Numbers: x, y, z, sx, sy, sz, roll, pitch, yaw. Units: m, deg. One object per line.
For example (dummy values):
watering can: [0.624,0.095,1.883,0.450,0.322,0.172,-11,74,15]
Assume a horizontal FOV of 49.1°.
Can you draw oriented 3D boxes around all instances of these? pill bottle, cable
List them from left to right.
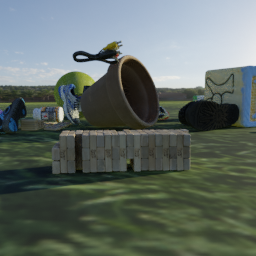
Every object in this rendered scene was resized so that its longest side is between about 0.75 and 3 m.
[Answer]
pill bottle: [-3.733,-0.622,13.131,1.265,0.736,0.736,0,7,1]
cable: [-0.916,-2.299,8.834,1.614,0.406,0.784,-10,-30,-4]

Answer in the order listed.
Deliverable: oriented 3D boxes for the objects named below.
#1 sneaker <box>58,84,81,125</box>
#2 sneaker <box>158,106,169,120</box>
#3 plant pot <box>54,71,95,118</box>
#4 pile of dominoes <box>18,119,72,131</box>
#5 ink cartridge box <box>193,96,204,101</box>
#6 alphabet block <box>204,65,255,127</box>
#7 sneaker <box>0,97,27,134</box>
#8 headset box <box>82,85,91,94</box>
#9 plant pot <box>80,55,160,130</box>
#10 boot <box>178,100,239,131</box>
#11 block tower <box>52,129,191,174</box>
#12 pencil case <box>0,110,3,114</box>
sneaker: [-2.312,-1.024,11.791,0.780,1.831,0.706,-21,-4,10]
sneaker: [1.117,-0.722,14.633,2.245,0.864,0.953,12,-2,35]
plant pot: [-2.808,-1.608,15.646,2.653,2.653,2.835,-1,21,-13]
pile of dominoes: [-3.418,-0.243,11.277,1.975,0.403,2.534,0,7,3]
ink cartridge box: [4.272,-1.114,15.112,0.723,1.255,1.720,-2,7,-21]
alphabet block: [5.079,-1.376,12.262,2.499,2.485,2.545,-1,7,-23]
sneaker: [-4.161,-0.477,9.804,0.832,0.744,2.031,-9,28,4]
headset box: [-1.339,-1.341,12.378,1.170,0.543,1.018,1,-37,1]
plant pot: [-0.443,-1.071,10.689,2.374,2.723,2.723,-18,-4,33]
boot: [2.653,-0.546,10.936,2.862,1.077,2.139,1,7,-37]
block tower: [-0.062,0.377,4.835,2.374,0.641,0.686,-1,7,-8]
pencil case: [-6.329,-0.630,13.466,0.666,0.678,1.586,-8,9,-30]
